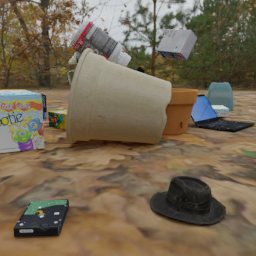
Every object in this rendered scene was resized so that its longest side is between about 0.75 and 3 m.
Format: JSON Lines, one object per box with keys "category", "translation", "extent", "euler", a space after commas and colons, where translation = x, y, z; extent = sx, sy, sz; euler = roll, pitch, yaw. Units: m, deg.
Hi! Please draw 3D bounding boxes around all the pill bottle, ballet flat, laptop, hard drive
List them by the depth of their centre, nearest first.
{"category": "hard drive", "translation": [-1.087, 1.152, 3.635], "extent": [0.540, 0.146, 0.773], "euler": [-1, 10, -4]}
{"category": "pill bottle", "translation": [-0.989, -2.931, 10.478], "extent": [2.141, 1.185, 1.185], "euler": [34, 2, -14]}
{"category": "laptop", "translation": [3.540, -0.672, 11.079], "extent": [2.299, 1.187, 2.037], "euler": [9, 14, 43]}
{"category": "ballet flat", "translation": [-2.168, -2.519, 11.888], "extent": [0.796, 2.213, 0.796], "euler": [6, 16, -2]}

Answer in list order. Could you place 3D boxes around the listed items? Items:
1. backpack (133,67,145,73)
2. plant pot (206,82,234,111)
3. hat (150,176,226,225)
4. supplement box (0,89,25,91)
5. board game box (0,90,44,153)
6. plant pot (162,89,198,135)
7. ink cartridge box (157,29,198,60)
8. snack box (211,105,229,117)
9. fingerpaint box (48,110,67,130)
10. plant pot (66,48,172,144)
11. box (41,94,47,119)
{"category": "backpack", "translation": [-0.485, -2.128, 15.814], "extent": [1.930, 2.403, 2.626], "euler": [-20, 21, -38]}
{"category": "plant pot", "translation": [5.610, -1.973, 17.199], "extent": [1.617, 1.647, 1.613], "euler": [3, 10, 13]}
{"category": "hat", "translation": [0.848, 0.943, 4.008], "extent": [1.089, 0.439, 1.089], "euler": [0, 11, 0]}
{"category": "supplement box", "translation": [-4.818, -0.872, 11.565], "extent": [0.926, 1.394, 1.375], "euler": [-1, 10, -8]}
{"category": "board game box", "translation": [-3.462, -0.319, 8.192], "extent": [1.487, 1.460, 2.835], "euler": [-5, 11, -26]}
{"category": "plant pot", "translation": [1.344, -0.617, 9.846], "extent": [2.133, 1.493, 2.133], "euler": [-1, 10, 0]}
{"category": "ink cartridge box", "translation": [2.210, -4.017, 13.380], "extent": [1.818, 1.241, 0.694], "euler": [23, -6, 44]}
{"category": "snack box", "translation": [4.042, -0.840, 13.430], "extent": [1.214, 0.388, 2.090], "euler": [2, 9, 11]}
{"category": "fingerpaint box", "translation": [-2.010, -0.375, 10.958], "extent": [1.711, 0.628, 1.428], "euler": [-10, 13, -42]}
{"category": "plant pot", "translation": [-0.164, -0.641, 7.978], "extent": [2.482, 2.712, 2.712], "euler": [12, 10, 0]}
{"category": "box", "translation": [-4.595, -0.981, 12.959], "extent": [1.528, 1.134, 0.818], "euler": [-5, 12, -25]}
